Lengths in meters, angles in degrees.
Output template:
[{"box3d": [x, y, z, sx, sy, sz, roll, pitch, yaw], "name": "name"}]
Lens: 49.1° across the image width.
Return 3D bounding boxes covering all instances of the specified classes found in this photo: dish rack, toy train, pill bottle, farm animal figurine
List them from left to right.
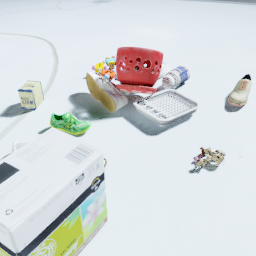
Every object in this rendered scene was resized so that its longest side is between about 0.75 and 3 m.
[{"box3d": [-0.948, -3.265, 15.737, 1.831, 0.678, 2.437, 18, 42, 23], "name": "toy train"}, {"box3d": [1.703, -0.879, 12.358, 2.465, 0.537, 2.116, -23, 40, -29], "name": "dish rack"}, {"box3d": [2.473, -2.607, 14.507, 0.900, 0.900, 1.622, 26, 43, 32], "name": "pill bottle"}, {"box3d": [2.827, 0.978, 9.667, 1.032, 0.544, 1.044, 12, 37, 17], "name": "farm animal figurine"}]

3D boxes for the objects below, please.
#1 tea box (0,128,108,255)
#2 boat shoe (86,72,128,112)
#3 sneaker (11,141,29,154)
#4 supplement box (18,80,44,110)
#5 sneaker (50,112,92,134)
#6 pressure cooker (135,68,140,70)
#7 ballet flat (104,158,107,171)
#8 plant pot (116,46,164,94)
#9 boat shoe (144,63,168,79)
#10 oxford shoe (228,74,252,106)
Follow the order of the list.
[{"box3d": [-1.947, 1.878, 6.569, 1.753, 2.582, 2.624, 21, 40, 27], "name": "tea box"}, {"box3d": [-1.029, -1.782, 13.295, 1.024, 1.046, 2.955, -20, 49, -27], "name": "boat shoe"}, {"box3d": [-3.378, 0.987, 9.551, 1.079, 0.701, 1.869, -7, 34, -14], "name": "sneaker"}, {"box3d": [-4.427, -1.514, 12.850, 0.672, 1.001, 1.000, 5, 35, 7], "name": "supplement box"}, {"box3d": [-2.334, -0.221, 11.219, 1.764, 0.737, 0.653, 8, 35, 8], "name": "sneaker"}, {"box3d": [0.347, -3.296, 15.594, 0.903, 0.807, 0.794, -1, 31, -1], "name": "pressure cooker"}, {"box3d": [-0.918, 1.344, 8.986, 0.381, 0.322, 1.007, 21, 48, -4], "name": "ballet flat"}, {"box3d": [0.478, -2.608, 13.006, 2.172, 1.978, 2.172, 5, 9, -1], "name": "plant pot"}, {"box3d": [1.449, -3.305, 15.384, 1.002, 0.953, 2.782, 24, 35, 29], "name": "boat shoe"}, {"box3d": [5.393, -1.847, 13.401, 0.882, 0.920, 2.492, 15, 38, 21], "name": "oxford shoe"}]
